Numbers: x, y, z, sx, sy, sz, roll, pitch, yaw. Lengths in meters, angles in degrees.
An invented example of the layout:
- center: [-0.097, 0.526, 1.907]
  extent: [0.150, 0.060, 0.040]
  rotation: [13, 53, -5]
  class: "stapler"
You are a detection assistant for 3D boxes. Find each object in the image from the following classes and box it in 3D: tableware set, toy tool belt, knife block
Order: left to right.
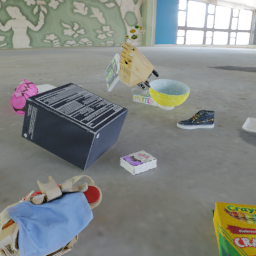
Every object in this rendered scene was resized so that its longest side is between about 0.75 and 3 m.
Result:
- center: [-1.341, 1.649, 5.356]
  extent: [2.327, 1.453, 1.430]
  rotation: [-23, -11, -32]
  class: "toy tool belt"
- center: [0.331, -4.815, 14.114]
  extent: [0.741, 0.169, 1.100]
  rotation: [33, 66, 27]
  class: "tableware set"
- center: [0.409, -1.812, 8.092]
  extent: [1.385, 1.577, 0.505]
  rotation: [-29, 53, -33]
  class: "knife block"

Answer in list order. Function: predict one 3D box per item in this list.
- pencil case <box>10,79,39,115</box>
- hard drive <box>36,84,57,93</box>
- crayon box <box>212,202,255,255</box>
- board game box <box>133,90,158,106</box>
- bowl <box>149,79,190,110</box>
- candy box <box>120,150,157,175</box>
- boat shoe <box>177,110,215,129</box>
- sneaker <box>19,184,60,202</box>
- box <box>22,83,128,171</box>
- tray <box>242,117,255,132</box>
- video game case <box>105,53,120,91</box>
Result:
- center: [-5.305, -1.642, 14.353]
  extent: [1.241, 1.281, 2.735]
  rotation: [-9, 23, -12]
  class: "pencil case"
- center: [-5.021, -2.194, 17.063]
  extent: [1.726, 0.349, 2.617]
  rotation: [-17, 27, -38]
  class: "hard drive"
- center: [2.492, 2.170, 5.512]
  extent: [1.410, 0.564, 2.221]
  rotation: [3, 21, 7]
  class: "crayon box"
- center: [1.616, -1.842, 16.076]
  extent: [1.577, 0.401, 2.345]
  rotation: [15, 26, 35]
  class: "board game box"
- center: [2.021, -1.599, 14.275]
  extent: [2.080, 1.119, 2.080]
  rotation: [5, 31, -3]
  class: "bowl"
- center: [0.323, 1.059, 8.708]
  extent: [0.881, 0.315, 0.739]
  rotation: [-14, 25, -32]
  class: "candy box"
- center: [2.880, -0.391, 11.876]
  extent: [1.606, 0.729, 0.568]
  rotation: [-2, 21, -6]
  class: "boat shoe"
- center: [-2.222, 1.777, 6.155]
  extent: [1.899, 0.824, 0.700]
  rotation: [-18, 27, -38]
  class: "sneaker"
- center: [-1.710, -0.171, 9.427]
  extent: [2.475, 1.537, 2.495]
  rotation: [25, 28, 14]
  class: "box"
- center: [5.413, -0.116, 11.952]
  extent: [0.816, 0.168, 1.519]
  rotation: [13, 25, 29]
  class: "tray"
- center: [-0.590, -2.228, 11.266]
  extent: [0.135, 1.154, 1.049]
  rotation: [7, 55, -29]
  class: "video game case"
